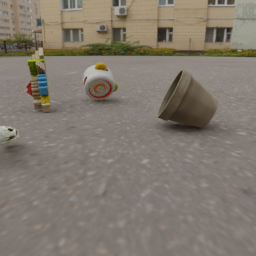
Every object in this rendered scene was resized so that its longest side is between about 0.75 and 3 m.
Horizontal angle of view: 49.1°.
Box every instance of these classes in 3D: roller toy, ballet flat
[{"bbox_3d":[-1.210,-1.894,11.423,1.251,1.372,0.958,-26,48,12],"label":"roller toy"},{"bbox_3d":[-2.707,0.120,5.992,0.537,0.537,1.496,-2,1,-5],"label":"ballet flat"}]

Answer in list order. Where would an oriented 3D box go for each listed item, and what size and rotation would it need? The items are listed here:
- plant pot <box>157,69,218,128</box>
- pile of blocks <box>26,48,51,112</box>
[{"bbox_3d":[1.738,-0.684,7.907,1.318,1.519,1.519,28,19,-2],"label":"plant pot"},{"bbox_3d":[-3.265,-1.712,9.930,0.764,2.459,1.009,-9,-20,-12],"label":"pile of blocks"}]
